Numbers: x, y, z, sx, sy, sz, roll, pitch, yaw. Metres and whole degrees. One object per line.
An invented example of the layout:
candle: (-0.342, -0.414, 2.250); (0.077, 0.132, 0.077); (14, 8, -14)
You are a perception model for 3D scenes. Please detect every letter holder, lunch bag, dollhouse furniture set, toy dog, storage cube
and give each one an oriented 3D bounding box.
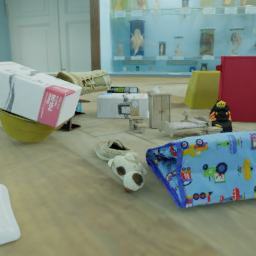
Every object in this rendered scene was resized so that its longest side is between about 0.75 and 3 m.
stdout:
letter holder: (-2.568, -0.637, 10.507); (2.005, 1.008, 1.425); (10, 13, 23)
lunch bag: (1.501, 0.624, 5.837); (1.872, 1.170, 2.487); (-5, 4, -9)
dollhouse furniture set: (1.367, -0.470, 9.054); (2.185, 1.251, 2.562); (-5, 10, -16)
toy dog: (0.039, 0.871, 5.478); (0.756, 0.544, 0.779); (26, 20, -41)
storage cube: (5.103, -1.704, 11.672); (2.868, 2.578, 2.452); (3, 15, 15)

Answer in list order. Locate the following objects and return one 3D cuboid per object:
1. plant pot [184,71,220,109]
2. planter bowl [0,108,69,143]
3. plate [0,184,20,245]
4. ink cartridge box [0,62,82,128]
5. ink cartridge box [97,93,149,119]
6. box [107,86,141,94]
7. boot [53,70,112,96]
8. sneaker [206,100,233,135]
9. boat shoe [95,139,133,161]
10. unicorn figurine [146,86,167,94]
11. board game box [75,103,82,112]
plant pot: (4.129, -2.033, 14.546); (2.041, 1.800, 2.041); (0, 14, 1)
planter bowl: (-3.017, -0.186, 8.458); (2.292, 0.955, 2.292); (18, 16, -5)
plate: (-2.767, 1.348, 4.257); (1.886, 0.305, 1.890); (-7, 16, -28)
ink cartridge box: (-2.765, -1.019, 7.958); (2.420, 1.002, 1.773); (20, 16, 0)
ink cartridge box: (0.072, -0.995, 12.281); (2.676, 0.892, 1.550); (1, 14, 3)
box: (-0.188, -1.931, 15.884); (1.740, 0.385, 1.394); (4, -11, 14)
boot: (-1.546, -1.673, 10.506); (2.138, 1.001, 2.751); (-12, 11, -25)
sneaker: (3.123, -0.385, 9.592); (0.797, 1.025, 2.278); (3, 15, 13)
boat shoe: (-0.326, 0.536, 6.901); (0.628, 0.566, 1.741); (-7, 16, -25)
unicorn figurine: (1.877, -2.349, 18.261); (1.003, 0.539, 1.460); (-20, 28, -25)
board game box: (-3.095, -0.751, 12.128); (1.601, 0.498, 2.121); (2, 14, 9)
